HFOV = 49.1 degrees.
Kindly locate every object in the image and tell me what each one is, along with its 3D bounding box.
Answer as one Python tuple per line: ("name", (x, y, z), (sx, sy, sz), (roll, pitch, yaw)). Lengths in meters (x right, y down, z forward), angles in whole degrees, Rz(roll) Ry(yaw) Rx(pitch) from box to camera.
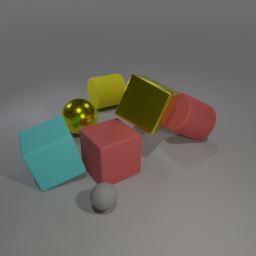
("cylinder", (2.221, -0.401, 10.224), (1.400, 1.400, 1.400), (19, 17, -32))
("ball", (-1.855, -0.446, 10.781), (1.400, 1.400, 1.400), (0, 29, 0))
("cube", (0.663, -0.794, 9.059), (1.400, 1.400, 1.400), (29, 16, 15))
("ball", (-0.622, 1.752, 7.187), (0.700, 0.700, 0.700), (0, 29, 0))
("cube", (-0.545, 0.709, 8.673), (1.400, 1.400, 1.400), (-18, 33, -29))
("cube", (-2.266, 0.716, 8.366), (1.400, 1.400, 1.400), (-24, 35, -12))
("cylinder", (-0.976, -1.697, 12.884), (1.400, 1.400, 1.400), (-15, 33, -26))
